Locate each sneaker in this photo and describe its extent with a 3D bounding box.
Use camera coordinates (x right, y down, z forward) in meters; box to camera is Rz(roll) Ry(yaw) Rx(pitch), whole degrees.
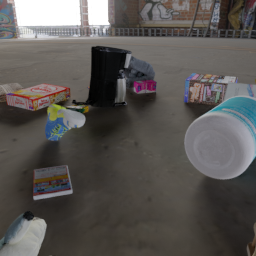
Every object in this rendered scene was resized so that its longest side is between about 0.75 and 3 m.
[{"bbox_3d":[-1.942,-0.039,8.450,0.790,1.096,2.086,12,6,-32],"label":"sneaker"}]

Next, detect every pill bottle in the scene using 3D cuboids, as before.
[{"bbox_3d":[2.824,0.068,7.423,1.604,1.604,2.895,17,28,35],"label":"pill bottle"}]

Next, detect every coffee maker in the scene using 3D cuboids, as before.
[{"bbox_3d":[-0.974,-2.112,11.515,1.586,2.354,2.261,19,23,35],"label":"coffee maker"}]

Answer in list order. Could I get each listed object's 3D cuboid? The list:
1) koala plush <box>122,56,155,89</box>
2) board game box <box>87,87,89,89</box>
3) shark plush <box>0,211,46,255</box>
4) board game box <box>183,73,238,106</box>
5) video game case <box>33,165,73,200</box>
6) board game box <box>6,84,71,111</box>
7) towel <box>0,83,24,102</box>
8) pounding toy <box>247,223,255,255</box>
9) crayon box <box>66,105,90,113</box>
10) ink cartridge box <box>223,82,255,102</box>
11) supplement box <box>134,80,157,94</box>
[{"bbox_3d":[0.336,-3.032,15.180,1.735,1.674,1.888,1,19,-30],"label":"koala plush"},{"bbox_3d":[-1.605,-2.200,14.736,0.926,0.228,1.172,-9,24,-22],"label":"board game box"},{"bbox_3d":[-1.982,2.194,4.021,0.934,1.019,2.243,-6,34,43],"label":"shark plush"},{"bbox_3d":[3.717,-1.746,12.593,2.085,1.009,1.662,10,24,22],"label":"board game box"},{"bbox_3d":[-1.783,1.242,6.569,0.828,0.101,1.158,-6,23,-16],"label":"video game case"},{"bbox_3d":[-3.923,-1.413,12.437,1.680,0.513,2.217,12,25,27],"label":"board game box"},{"bbox_3d":[-5.867,-1.748,13.408,1.563,0.407,2.359,-13,25,-30],"label":"towel"},{"bbox_3d":[2.095,1.780,3.899,1.984,1.138,1.135,-12,30,-28],"label":"pounding toy"},{"bbox_3d":[-1.963,-0.751,11.085,0.580,0.238,0.922,7,14,18],"label":"crayon box"},{"bbox_3d":[4.052,-0.686,9.252,1.668,1.207,1.212,10,-10,25],"label":"ink cartridge box"},{"bbox_3d":[0.858,-2.066,14.014,1.034,0.523,0.534,-7,24,-17],"label":"supplement box"}]
